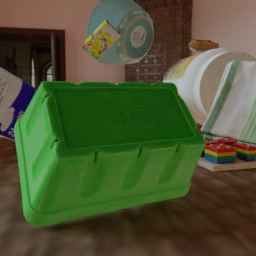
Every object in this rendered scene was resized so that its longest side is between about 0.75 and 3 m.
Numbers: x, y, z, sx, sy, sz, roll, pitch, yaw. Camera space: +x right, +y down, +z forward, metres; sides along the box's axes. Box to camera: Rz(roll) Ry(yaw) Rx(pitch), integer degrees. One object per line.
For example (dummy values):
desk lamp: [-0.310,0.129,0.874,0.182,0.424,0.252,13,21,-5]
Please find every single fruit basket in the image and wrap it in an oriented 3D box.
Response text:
fruit basket: [-0.284,0.284,2.903,1.750,1.263,1.750,-15,-31,-9]

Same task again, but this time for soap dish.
soap dish: [2.725,-2.927,10.028,0.916,0.372,0.721,-1,28,-15]

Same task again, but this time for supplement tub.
supplement tub: [2.367,-1.145,8.250,2.151,2.151,2.979,-1,8,-9]

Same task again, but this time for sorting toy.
sorting toy: [1.404,0.355,4.190,0.873,0.304,0.868,-3,8,-17]

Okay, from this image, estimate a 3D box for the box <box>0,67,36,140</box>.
box: [-3.716,-0.860,5.853,2.288,1.305,2.488,6,-18,39]

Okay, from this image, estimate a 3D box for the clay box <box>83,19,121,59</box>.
clay box: [-0.813,-2.637,8.404,0.622,1.082,0.258,34,29,-37]

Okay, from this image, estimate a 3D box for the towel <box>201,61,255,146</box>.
towel: [2.558,-0.390,4.444,2.459,1.834,0.377,10,-24,39]

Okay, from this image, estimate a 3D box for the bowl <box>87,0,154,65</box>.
bowl: [-0.055,-3.120,9.397,2.411,2.411,1.261,-8,31,-43]
